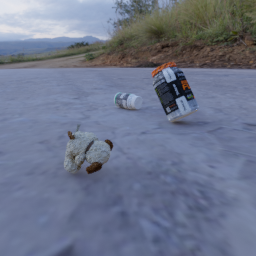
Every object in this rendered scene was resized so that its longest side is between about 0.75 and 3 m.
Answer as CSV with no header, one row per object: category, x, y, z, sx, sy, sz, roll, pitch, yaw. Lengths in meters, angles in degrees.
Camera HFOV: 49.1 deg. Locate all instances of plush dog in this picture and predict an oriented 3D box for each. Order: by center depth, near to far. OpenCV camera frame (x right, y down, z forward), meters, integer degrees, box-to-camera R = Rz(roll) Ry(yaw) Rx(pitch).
plush dog,-0.657,0.375,4.871,0.765,0.715,0.891,19,55,16

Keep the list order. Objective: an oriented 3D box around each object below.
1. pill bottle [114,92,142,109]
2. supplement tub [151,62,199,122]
pill bottle,0.009,-1.040,10.876,1.046,0.592,0.592,14,20,40
supplement tub,1.413,-1.109,8.637,1.020,1.665,1.020,-24,-5,-2
